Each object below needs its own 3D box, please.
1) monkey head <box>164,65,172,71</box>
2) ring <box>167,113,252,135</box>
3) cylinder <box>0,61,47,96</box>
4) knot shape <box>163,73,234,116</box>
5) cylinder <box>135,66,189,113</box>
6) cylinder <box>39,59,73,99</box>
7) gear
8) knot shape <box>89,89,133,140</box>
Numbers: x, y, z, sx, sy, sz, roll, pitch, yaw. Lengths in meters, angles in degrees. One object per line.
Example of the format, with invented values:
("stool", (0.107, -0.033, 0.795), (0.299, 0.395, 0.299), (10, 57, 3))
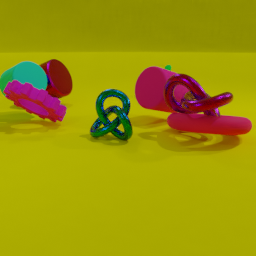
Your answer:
("monkey head", (1.479, -1.743, 11.423), (1.094, 1.521, 0.917), (0, -8, 4))
("ring", (1.976, -0.127, 6.928), (2.018, 0.404, 2.018), (3, 5, 0))
("cylinder", (-3.264, -1.415, 8.718), (1.091, 1.091, 1.091), (-6, 8, 45))
("knot shape", (1.770, -0.578, 6.712), (1.612, 0.796, 1.722), (26, 0, -42))
("cylinder", (1.025, -1.088, 8.191), (1.206, 1.206, 1.206), (5, 9, -44))
("cylinder", (-2.986, -1.646, 10.277), (1.380, 1.380, 1.380), (-16, 9, 24))
("gear", (-2.550, -0.705, 7.761), (1.694, 0.313, 1.694), (19, -19, 7))
("knot shape", (-0.384, -0.345, 6.813), (1.311, 1.226, 0.606), (3, -5, 35))
